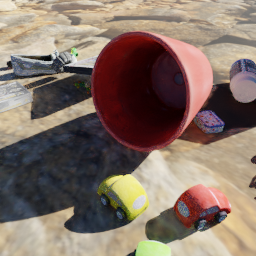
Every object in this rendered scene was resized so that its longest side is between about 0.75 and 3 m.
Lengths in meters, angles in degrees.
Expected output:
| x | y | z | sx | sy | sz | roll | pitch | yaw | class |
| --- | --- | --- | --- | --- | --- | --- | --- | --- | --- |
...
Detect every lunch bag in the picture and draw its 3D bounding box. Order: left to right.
| x | y | z | sx | sy | sz | roll | pitch | yaw | class |
| --- | --- | --- | --- | --- | --- | --- | --- | --- | --- |
| 2.435 | -0.213 | 8.436 | 0.721 | 0.340 | 0.899 | -8 | 38 | -13 | lunch bag |

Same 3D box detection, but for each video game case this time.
| x | y | z | sx | sy | sz | roll | pitch | yaw | class |
| --- | --- | --- | --- | --- | --- | --- | --- | --- | --- |
| -0.959 | -2.386 | 10.288 | 2.048 | 0.289 | 2.266 | -28 | 28 | -34 | video game case |

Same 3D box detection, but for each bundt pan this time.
| x | y | z | sx | sy | sz | roll | pitch | yaw | class |
| --- | --- | --- | --- | --- | --- | --- | --- | --- | --- |
| -2.493 | -2.466 | 10.817 | 0.349 | 0.929 | 0.929 | 45 | 50 | 10 | bundt pan |

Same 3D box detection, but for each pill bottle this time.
| x | y | z | sx | sy | sz | roll | pitch | yaw | class |
| --- | --- | --- | --- | --- | --- | --- | --- | --- | --- |
| 4.110 | -1.682 | 9.880 | 0.995 | 0.995 | 1.749 | 9 | 37 | 13 | pill bottle |

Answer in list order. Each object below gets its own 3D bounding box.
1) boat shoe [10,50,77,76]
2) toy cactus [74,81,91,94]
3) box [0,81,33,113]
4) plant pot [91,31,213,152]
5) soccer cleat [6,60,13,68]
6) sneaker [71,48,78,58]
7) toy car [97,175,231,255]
| x | y | z | sx | sy | sz | roll | pitch | yaw | class |
| --- | --- | --- | --- | --- | --- | --- | --- | --- | --- |
| -3.400 | -2.748 | 11.467 | 2.591 | 0.831 | 0.955 | -10 | 37 | -14 | boat shoe |
| -1.463 | -1.454 | 9.738 | 0.780 | 0.399 | 0.644 | 17 | -5 | -20 | toy cactus |
| -4.213 | -1.037 | 9.519 | 1.520 | 0.367 | 1.204 | -27 | 44 | -32 | box |
| 0.920 | -1.183 | 7.812 | 2.989 | 2.989 | 2.644 | 24 | 30 | 29 | plant pot |
| -4.601 | -2.834 | 12.002 | 1.166 | 0.398 | 0.427 | -16 | 25 | -23 | soccer cleat |
| -2.443 | -3.373 | 12.827 | 0.347 | 0.308 | 0.831 | 6 | 42 | -6 | sneaker |
| 0.565 | 1.917 | 5.241 | 2.900 | 0.647 | 2.729 | 6 | 36 | 9 | toy car |
